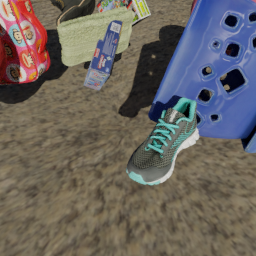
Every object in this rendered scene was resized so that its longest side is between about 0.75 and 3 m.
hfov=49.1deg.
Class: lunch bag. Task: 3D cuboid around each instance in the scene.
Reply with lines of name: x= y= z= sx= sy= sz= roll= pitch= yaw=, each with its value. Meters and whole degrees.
lunch bag: x=-3.379 y=-2.592 z=7.736 sx=2.417 sy=2.744 sz=1.124 roll=-1 pitch=33 yaw=17

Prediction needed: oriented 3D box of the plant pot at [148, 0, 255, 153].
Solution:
plant pot: x=2.153 y=-1.107 z=5.742 sx=2.340 sy=2.603 sz=2.603 roll=26 pitch=22 yaw=8

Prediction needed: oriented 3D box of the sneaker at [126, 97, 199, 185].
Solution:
sneaker: x=0.535 y=0.100 z=4.064 sx=0.668 sy=0.785 sz=1.721 roll=20 pitch=40 yaw=25

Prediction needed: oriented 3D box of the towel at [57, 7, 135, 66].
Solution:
towel: x=-0.748 y=-2.163 z=6.748 sx=1.827 sy=1.356 sz=0.333 roll=-18 pitch=65 yaw=-15

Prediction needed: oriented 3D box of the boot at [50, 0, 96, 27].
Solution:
boot: x=-1.807 y=-3.261 z=7.718 sx=1.210 sy=0.678 sz=1.750 roll=22 pitch=43 yaw=8

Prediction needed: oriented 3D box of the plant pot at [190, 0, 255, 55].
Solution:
plant pot: x=2.882 y=-2.940 z=8.140 sx=2.183 sy=2.183 sz=1.954 roll=8 pitch=54 yaw=9

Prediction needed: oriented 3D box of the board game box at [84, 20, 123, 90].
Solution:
board game box: x=-0.583 y=-1.425 z=5.990 sx=0.403 sy=1.308 sz=1.308 roll=18 pitch=67 yaw=-13

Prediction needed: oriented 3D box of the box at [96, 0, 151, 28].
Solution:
box: x=-0.184 y=-3.153 z=7.450 sx=0.334 sy=1.059 sz=1.924 roll=-31 pitch=14 yaw=-21

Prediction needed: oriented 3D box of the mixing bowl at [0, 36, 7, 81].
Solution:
mixing bowl: x=-3.941 y=-1.779 z=6.525 sx=2.786 sy=2.786 sz=1.509 roll=17 pitch=38 yaw=19
